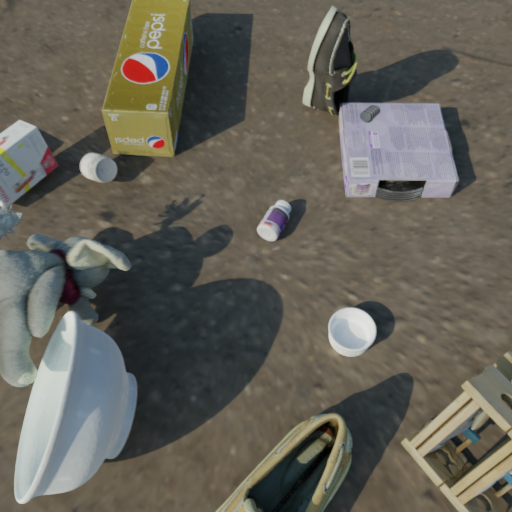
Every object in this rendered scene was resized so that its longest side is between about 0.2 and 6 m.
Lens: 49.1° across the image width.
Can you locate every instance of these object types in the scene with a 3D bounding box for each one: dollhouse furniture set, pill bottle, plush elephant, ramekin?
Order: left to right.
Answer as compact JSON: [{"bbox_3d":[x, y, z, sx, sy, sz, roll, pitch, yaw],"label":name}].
[{"bbox_3d":[-3.010,0.417,8.329,1.853,2.394,1.971,-2,12,-40],"label":"plush elephant"},{"bbox_3d":[0.335,-0.627,9.762,0.389,0.389,0.698,23,60,15],"label":"pill bottle"},{"bbox_3d":[1.452,1.193,8.598,0.720,0.351,0.720,0,56,0],"label":"ramekin"},{"bbox_3d":[3.386,2.326,7.491,2.087,1.471,1.462,-13,53,-44],"label":"dollhouse furniture set"}]

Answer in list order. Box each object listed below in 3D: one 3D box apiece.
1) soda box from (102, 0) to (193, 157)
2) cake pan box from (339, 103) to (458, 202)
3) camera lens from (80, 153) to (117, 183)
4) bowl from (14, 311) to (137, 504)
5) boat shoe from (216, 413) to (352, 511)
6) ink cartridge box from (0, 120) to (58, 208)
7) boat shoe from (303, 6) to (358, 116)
[{"bbox_3d":[-2.083,-3.747,11.329,1.238,1.170,3.655,2,56,0],"label":"soda box"},{"bbox_3d":[2.614,-2.002,10.573,1.976,0.561,2.145,-2,57,2],"label":"cake pan box"},{"bbox_3d":[-2.890,-1.611,10.249,0.616,0.493,0.493,21,55,44],"label":"camera lens"},{"bbox_3d":[-2.247,1.977,7.257,1.056,2.350,2.350,19,53,-26],"label":"bowl"},{"bbox_3d":[-0.018,3.274,6.650,1.249,1.328,3.487,29,61,17],"label":"boat shoe"},{"bbox_3d":[-4.321,-1.619,9.928,0.539,0.938,1.293,25,59,28],"label":"ink cartridge box"},{"bbox_3d":[1.453,-3.457,10.233,0.836,2.778,0.990,28,81,6],"label":"boat shoe"}]
